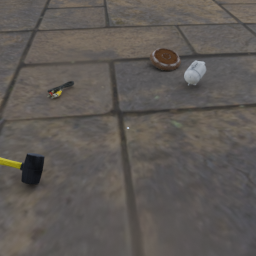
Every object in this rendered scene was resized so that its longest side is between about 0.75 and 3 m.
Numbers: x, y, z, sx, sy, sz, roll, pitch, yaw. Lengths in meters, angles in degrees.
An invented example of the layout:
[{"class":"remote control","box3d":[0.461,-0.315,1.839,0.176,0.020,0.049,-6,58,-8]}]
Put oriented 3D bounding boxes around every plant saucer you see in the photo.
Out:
[{"class":"plant saucer","box3d":[1.363,-2.527,10.099,1.147,0.184,1.147,4,53,-5]}]

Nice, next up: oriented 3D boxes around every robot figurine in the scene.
[{"class":"robot figurine","box3d":[2.141,-1.760,8.937,0.521,0.783,0.923,16,55,37]}]

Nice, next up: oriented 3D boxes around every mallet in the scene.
[{"class":"mallet","box3d":[-2.754,0.626,6.092,1.984,0.408,0.653,19,88,8]}]

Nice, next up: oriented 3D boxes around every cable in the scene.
[{"class":"cable","box3d":[-2.130,-1.212,8.832,0.490,0.254,1.008,8,31,31]}]
